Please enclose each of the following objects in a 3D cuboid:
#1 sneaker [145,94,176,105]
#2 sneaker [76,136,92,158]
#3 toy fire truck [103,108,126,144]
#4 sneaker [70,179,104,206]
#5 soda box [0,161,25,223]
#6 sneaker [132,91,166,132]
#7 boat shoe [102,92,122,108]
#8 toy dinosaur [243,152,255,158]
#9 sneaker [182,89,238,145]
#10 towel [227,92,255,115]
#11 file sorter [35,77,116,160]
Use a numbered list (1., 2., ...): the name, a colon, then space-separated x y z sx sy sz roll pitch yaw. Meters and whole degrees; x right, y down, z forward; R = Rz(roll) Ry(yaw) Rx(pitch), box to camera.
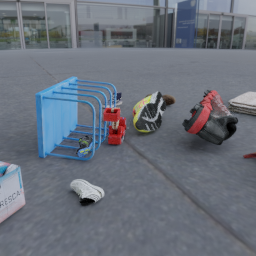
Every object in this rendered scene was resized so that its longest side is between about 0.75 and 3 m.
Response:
1. sneaker: 1.403 -1.191 12.650 1.482 0.522 0.560 8 39 33
2. sneaker: -1.209 0.483 7.603 0.406 0.347 0.979 34 24 -2
3. toy fire truck: -0.360 -0.167 8.551 0.421 1.217 1.725 3 20 7
4. sneaker: -0.946 1.325 5.772 0.822 0.310 0.473 12 21 25
5. soda box: -3.400 1.068 5.571 2.683 0.918 0.853 8 22 21
6. sneaker: 0.602 -0.470 10.113 1.116 0.966 2.473 -18 16 28
7. boat shoe: -0.712 -1.272 12.534 0.464 0.577 1.243 12 23 30
8. toy dinosaur: 4.162 1.052 6.067 1.437 2.737 2.484 16 49 -14
9. sneaker: 2.710 -0.334 8.863 1.457 1.054 2.982 35 29 6
10. towel: 5.741 -1.124 12.246 1.922 0.500 2.901 16 25 36
11. file sorter: -1.398 -0.369 8.355 1.577 1.783 2.570 7 21 9
